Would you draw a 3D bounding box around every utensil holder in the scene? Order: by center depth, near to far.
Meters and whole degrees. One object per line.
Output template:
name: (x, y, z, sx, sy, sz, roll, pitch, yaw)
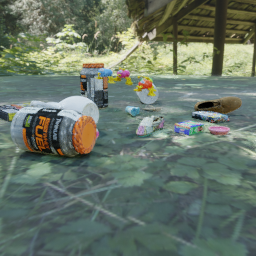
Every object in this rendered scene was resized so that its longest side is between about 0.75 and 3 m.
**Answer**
utensil holder: (1.219, -2.222, 17.717, 1.305, 1.305, 1.536, -1, 17, -2)

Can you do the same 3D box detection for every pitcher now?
pitcher: (-2.371, -0.605, 10.517, 2.212, 1.341, 1.898, 4, -10, 36)

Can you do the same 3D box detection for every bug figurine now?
bug figurine: (0.069, -1.815, 10.367, 2.378, 0.612, 1.844, 19, 16, 18)

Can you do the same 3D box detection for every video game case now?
video game case: (-5.256, -0.897, 14.166, 2.610, 0.368, 2.889, -12, 17, -40)

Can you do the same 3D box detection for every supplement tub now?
supplement tub: (-2.102, 0.102, 8.078, 2.170, 1.329, 1.329, 4, 14, 19)
supplement tub: (-1.885, -2.360, 15.643, 1.529, 2.496, 1.529, 0, 13, 0)

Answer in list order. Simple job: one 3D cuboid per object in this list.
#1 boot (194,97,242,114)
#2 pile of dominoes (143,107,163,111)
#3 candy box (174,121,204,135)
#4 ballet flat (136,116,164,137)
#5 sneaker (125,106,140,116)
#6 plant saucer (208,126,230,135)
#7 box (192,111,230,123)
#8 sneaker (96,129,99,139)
boot: (4.460, -1.093, 13.713, 2.286, 0.841, 0.863, -8, -3, 7)
pile of dominoes: (1.318, -0.998, 15.222, 0.843, 0.172, 1.082, -9, 8, -30)
candy box: (2.315, -0.012, 10.616, 0.869, 0.335, 0.734, -13, 20, -38)
ballet flat: (0.855, -0.145, 10.565, 0.594, 0.612, 1.720, 16, 21, 33)
sneaker: (0.088, -0.846, 13.881, 0.696, 0.424, 1.067, 8, 7, 24)
plant saucer: (3.399, 0.097, 10.474, 0.771, 0.195, 0.771, 0, 13, 0)
box: (3.760, -0.521, 12.821, 0.966, 0.267, 1.415, -7, 16, -27)
sneaker: (-1.707, 0.073, 9.494, 1.746, 0.710, 0.770, 7, 17, 24)
